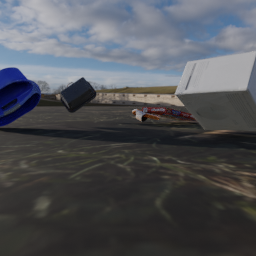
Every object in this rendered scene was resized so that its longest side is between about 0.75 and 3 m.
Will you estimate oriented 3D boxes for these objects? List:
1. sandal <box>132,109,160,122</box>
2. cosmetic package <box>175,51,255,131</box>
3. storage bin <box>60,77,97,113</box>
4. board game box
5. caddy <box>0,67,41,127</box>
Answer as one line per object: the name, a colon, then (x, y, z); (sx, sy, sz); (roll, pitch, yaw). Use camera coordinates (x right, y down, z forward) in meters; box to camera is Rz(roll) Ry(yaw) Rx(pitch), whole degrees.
sandal: (0.577, -0.382, 9.769); (1.089, 0.312, 0.417); (14, -22, 31)
cosmetic package: (2.142, -0.695, 5.978); (1.546, 0.950, 1.541); (4, -27, 45)
storage bin: (-1.862, -1.302, 10.119); (1.275, 0.928, 0.856); (-36, -7, -9)
board game box: (1.469, -0.441, 9.161); (1.926, 0.187, 0.991); (9, -2, -42)
caddy: (-3.235, -0.760, 7.487); (1.781, 0.935, 1.259); (-34, -29, -9)
